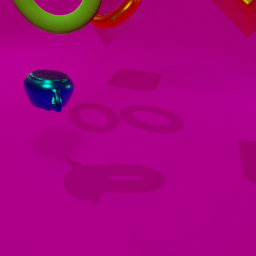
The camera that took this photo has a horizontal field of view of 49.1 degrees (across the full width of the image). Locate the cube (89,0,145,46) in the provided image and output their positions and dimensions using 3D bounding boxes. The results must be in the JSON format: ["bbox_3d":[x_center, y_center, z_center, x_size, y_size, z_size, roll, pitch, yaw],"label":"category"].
[{"bbox_3d":[-0.429,-3.647,8.973,1.271,1.271,1.271,-27,19,31],"label":"cube"}]

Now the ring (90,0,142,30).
[{"bbox_3d":[-0.335,-3.138,6.756,1.674,0.335,1.674,-13,64,29],"label":"ring"}]

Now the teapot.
[{"bbox_3d":[-1.478,-0.680,5.203,0.901,0.710,1.450,-6,30,-29],"label":"teapot"}]

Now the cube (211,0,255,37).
[{"bbox_3d":[2.209,-2.754,4.886,1.388,1.388,1.388,54,17,16],"label":"cube"}]

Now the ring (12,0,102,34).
[{"bbox_3d":[-1.218,-2.409,4.754,1.612,1.612,0.322,-3,36,-4],"label":"ring"}]
